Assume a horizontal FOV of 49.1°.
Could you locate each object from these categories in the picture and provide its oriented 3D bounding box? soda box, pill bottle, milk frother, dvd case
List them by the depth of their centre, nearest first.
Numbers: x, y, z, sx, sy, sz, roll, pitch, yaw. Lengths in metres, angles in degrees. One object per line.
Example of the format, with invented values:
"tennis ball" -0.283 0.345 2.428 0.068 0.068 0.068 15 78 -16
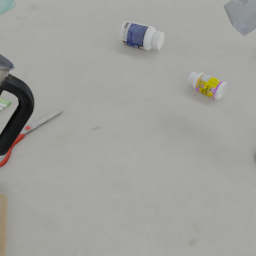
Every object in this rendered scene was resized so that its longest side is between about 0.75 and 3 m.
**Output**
"milk frother" -2.595 -0.537 4.560 1.831 1.653 1.723 42 104 41
"dvd case" -3.303 -2.744 5.899 0.206 1.364 1.868 37 63 14
"soda box" 3.365 -3.150 6.453 0.673 2.122 0.724 12 57 -41
"pill bottle" 2.427 -1.351 8.692 1.112 0.579 0.579 32 54 29
"pill bottle" 0.527 -3.416 10.483 1.542 0.856 0.856 20 49 19

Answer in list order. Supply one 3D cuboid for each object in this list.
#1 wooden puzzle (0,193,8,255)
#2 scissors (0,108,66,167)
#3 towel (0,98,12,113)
"wooden puzzle" -3.072 1.797 4.905 0.469 2.026 1.877 -36 44 16
"scissors" -2.911 0.057 7.596 0.992 0.189 2.712 23 52 23
"towel" -4.009 -0.608 8.282 0.666 0.137 0.893 21 50 18
